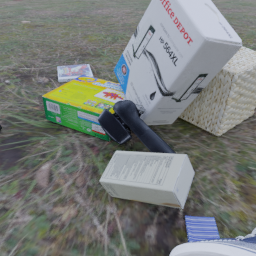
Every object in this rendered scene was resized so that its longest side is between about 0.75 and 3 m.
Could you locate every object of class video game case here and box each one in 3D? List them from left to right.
[{"bbox_3d":[-2.117,-2.200,11.138,1.314,0.166,1.442,-7,32,-12],"label":"video game case"}]

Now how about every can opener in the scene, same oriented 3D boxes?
[{"bbox_3d":[0.462,0.269,6.222,2.560,1.006,0.811,41,10,22],"label":"can opener"}]

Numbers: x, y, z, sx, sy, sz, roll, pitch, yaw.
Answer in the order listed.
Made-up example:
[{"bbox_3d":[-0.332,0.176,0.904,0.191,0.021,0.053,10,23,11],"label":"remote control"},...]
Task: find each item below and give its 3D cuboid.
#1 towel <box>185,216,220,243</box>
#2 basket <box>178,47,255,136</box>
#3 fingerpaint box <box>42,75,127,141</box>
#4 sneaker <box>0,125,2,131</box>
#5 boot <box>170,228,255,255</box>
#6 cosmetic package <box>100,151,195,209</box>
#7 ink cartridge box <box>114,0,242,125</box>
[{"bbox_3d":[1.272,1.795,4.743,0.544,0.090,0.751,2,32,2],"label":"towel"},{"bbox_3d":[2.568,-1.141,7.744,2.019,2.001,1.624,-25,44,-35],"label":"basket"},{"bbox_3d":[-0.945,-0.664,8.022,2.224,0.816,1.855,17,36,24],"label":"fingerpaint box"},{"bbox_3d":[-3.546,0.056,7.327,0.474,0.327,0.853,-25,32,-21],"label":"sneaker"},{"bbox_3d":[1.879,1.899,4.024,2.536,0.923,1.146,8,18,10],"label":"boot"},{"bbox_3d":[0.338,0.901,5.137,1.540,0.547,0.810,1,46,36],"label":"cosmetic package"},{"bbox_3d":[0.964,-1.664,6.720,1.171,2.777,2.027,-4,56,-32],"label":"ink cartridge box"}]
